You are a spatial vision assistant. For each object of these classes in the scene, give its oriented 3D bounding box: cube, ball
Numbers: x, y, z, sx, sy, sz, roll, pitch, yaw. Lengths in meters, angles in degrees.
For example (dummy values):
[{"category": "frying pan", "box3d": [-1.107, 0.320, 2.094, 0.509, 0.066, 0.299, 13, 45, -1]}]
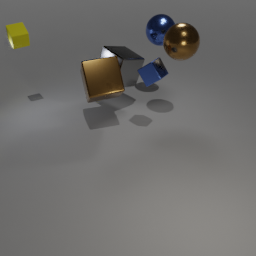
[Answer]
[{"category": "cube", "box3d": [-1.044, -1.892, 11.100, 1.400, 1.400, 1.400, -13, -1, -11]}, {"category": "ball", "box3d": [2.057, -3.317, 10.802, 1.400, 1.400, 1.400, 0, 31, 0]}, {"category": "cube", "box3d": [-4.576, -3.843, 11.659, 0.700, 0.700, 0.700, -23, 69, -24]}, {"category": "cube", "box3d": [-0.364, -2.760, 12.623, 1.400, 1.400, 1.400, -16, 46, -45]}, {"category": "cube", "box3d": [0.917, -2.047, 10.235, 0.700, 0.700, 0.700, -23, 12, 41]}, {"category": "ball", "box3d": [1.518, -4.545, 13.012, 1.400, 1.400, 1.400, 0, 31, 0]}]
